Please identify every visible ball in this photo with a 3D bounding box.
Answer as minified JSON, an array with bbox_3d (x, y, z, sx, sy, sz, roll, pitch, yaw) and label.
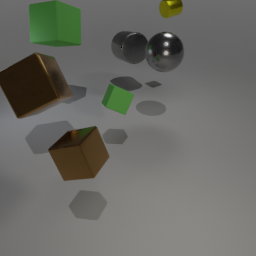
[{"bbox_3d":[1.305,-2.712,10.045,1.400,1.400,1.400,0,31,0],"label":"ball"}]

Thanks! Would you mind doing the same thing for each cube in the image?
[{"bbox_3d":[-2.784,-3.953,10.809,1.400,1.400,1.400,6,11,28],"label":"cube"},{"bbox_3d":[-2.714,-1.243,8.342,1.400,1.400,1.400,-25,6,9],"label":"cube"},{"bbox_3d":[-0.877,0.466,5.138,0.700,0.700,0.700,-10,24,27],"label":"cube"},{"bbox_3d":[-0.334,-0.916,8.834,0.700,0.700,0.700,21,9,-22],"label":"cube"}]

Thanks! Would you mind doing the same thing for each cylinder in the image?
[{"bbox_3d":[1.745,-4.900,11.398,0.700,0.700,0.700,-25,38,-24],"label":"cylinder"},{"bbox_3d":[0.078,-3.840,13.293,1.400,1.400,1.400,-12,25,-20],"label":"cylinder"}]
